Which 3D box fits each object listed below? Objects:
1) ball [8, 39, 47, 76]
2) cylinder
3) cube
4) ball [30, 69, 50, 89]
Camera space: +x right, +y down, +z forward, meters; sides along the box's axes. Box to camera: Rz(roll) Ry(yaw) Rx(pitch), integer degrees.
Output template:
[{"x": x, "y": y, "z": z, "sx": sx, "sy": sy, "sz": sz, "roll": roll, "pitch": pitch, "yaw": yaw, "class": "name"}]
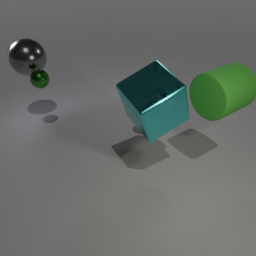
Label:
[{"x": -3.870, "y": -2.721, "z": 10.819, "sx": 1.400, "sy": 1.400, "sz": 1.400, "roll": 0, "pitch": 31, "yaw": 0, "class": "ball"}, {"x": 2.787, "y": -1.085, "z": 8.238, "sx": 1.400, "sy": 1.400, "sz": 1.400, "roll": -23, "pitch": 38, "yaw": -29, "class": "cylinder"}, {"x": 0.717, "y": -0.733, "z": 7.867, "sx": 1.400, "sy": 1.400, "sz": 1.400, "roll": -32, "pitch": 53, "yaw": -7, "class": "cube"}, {"x": -3.235, "y": -1.800, "z": 10.288, "sx": 0.700, "sy": 0.700, "sz": 0.700, "roll": 0, "pitch": 31, "yaw": 0, "class": "ball"}]
